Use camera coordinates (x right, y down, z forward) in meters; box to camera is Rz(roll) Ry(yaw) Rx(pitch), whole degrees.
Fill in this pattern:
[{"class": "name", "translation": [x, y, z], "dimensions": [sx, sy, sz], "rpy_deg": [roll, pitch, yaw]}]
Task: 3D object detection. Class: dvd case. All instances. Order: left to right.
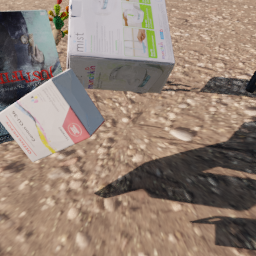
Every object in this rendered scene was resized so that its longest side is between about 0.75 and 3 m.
[{"class": "dvd case", "translation": [-2.239, -1.092, 5.758], "dimensions": [1.866, 2.556, 0.281], "rpy_deg": [-17, 8, -32]}]

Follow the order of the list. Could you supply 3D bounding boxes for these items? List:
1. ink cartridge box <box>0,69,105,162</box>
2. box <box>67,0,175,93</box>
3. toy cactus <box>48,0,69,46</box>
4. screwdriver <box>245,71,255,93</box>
[{"class": "ink cartridge box", "translation": [-1.194, -0.083, 3.978], "dimensions": [1.505, 0.877, 0.508], "rpy_deg": [-24, 17, 32]}, {"class": "box", "translation": [-0.241, -2.067, 6.098], "dimensions": [2.078, 1.139, 2.356], "rpy_deg": [1, 64, -10]}, {"class": "toy cactus", "translation": [-2.387, -3.398, 9.381], "dimensions": [0.813, 1.590, 1.312], "rpy_deg": [13, 70, -14]}, {"class": "screwdriver", "translation": [3.624, -1.768, 7.090], "dimensions": [0.296, 2.034, 0.284], "rpy_deg": [36, 4, 24]}]
